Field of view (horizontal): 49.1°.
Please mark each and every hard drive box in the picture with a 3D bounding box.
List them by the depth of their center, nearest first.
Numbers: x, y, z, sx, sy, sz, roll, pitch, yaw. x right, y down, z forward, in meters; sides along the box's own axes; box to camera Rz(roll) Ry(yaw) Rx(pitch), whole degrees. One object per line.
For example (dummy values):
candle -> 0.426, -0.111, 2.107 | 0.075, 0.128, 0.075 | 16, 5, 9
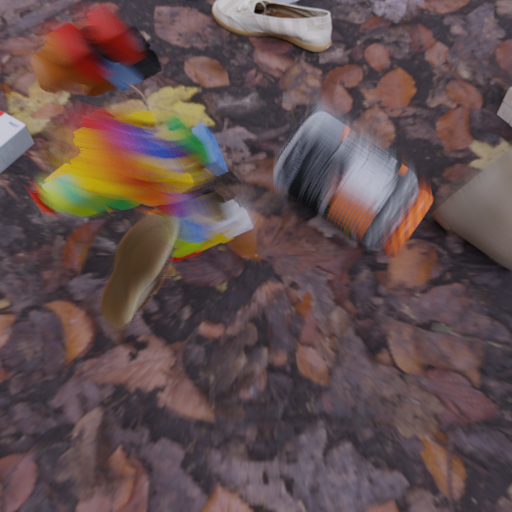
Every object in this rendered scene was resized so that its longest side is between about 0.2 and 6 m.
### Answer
hard drive box -> -5.221, -2.099, 10.692 | 1.125, 0.554, 1.443 | 28, 62, 15

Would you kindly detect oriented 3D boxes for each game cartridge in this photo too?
game cartridge -> -3.612, -1.466, 10.580 | 0.509, 0.094, 0.578 | 32, 61, 18

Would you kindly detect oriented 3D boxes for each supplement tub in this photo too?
supplement tub -> 1.621, -1.191, 9.414 | 2.409, 1.476, 1.476 | 36, 64, 4

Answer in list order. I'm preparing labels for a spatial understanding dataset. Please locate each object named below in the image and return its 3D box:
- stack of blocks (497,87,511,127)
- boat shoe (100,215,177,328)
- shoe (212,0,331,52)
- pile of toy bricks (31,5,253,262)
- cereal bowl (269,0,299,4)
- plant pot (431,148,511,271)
stack of blocks -> 5.866, -2.393, 10.779 | 1.394, 0.709, 2.422 | -27, 62, -16
boat shoe -> -1.389, 0.167, 7.117 | 0.643, 1.783, 0.642 | 41, 32, 18
shoe -> 0.353, -5.430, 12.639 | 2.909, 0.776, 1.017 | 20, 60, 12
pile of toy bricks -> -1.840, -1.087, 7.605 | 2.274, 4.606, 2.555 | -24, 81, 8
cereal bowl -> 0.593, -6.746, 13.601 | 1.353, 0.564, 1.353 | 0, 58, -1
plant pot -> 4.208, -0.696, 9.218 | 1.935, 1.935, 1.679 | -37, 81, -20
